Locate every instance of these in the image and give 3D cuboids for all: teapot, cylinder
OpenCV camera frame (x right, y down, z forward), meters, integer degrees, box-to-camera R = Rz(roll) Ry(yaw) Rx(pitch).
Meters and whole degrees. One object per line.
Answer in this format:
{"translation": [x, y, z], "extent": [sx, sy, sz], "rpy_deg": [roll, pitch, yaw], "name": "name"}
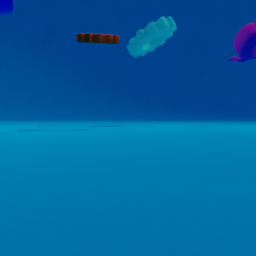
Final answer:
{"translation": [3.694, -2.623, 8.500], "extent": [1.128, 1.814, 0.888], "rpy_deg": [-12, 53, -32], "name": "teapot"}
{"translation": [-3.203, -2.973, 5.805], "extent": [1.267, 1.267, 1.267], "rpy_deg": [-17, 9, -25], "name": "cylinder"}

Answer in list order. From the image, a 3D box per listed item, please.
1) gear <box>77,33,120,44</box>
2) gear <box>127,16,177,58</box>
{"translation": [-1.031, -3.110, 9.780], "extent": [1.458, 0.270, 1.458], "rpy_deg": [2, 15, -1], "name": "gear"}
{"translation": [0.793, -3.009, 9.349], "extent": [1.724, 0.319, 1.724], "rpy_deg": [-30, -5, -3], "name": "gear"}
